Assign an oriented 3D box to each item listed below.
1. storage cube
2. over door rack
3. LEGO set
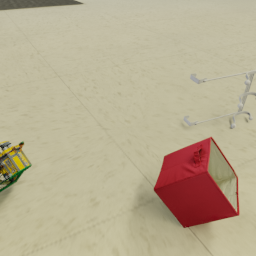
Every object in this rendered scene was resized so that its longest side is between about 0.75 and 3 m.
[{"bbox_3d":[1.270,0.990,5.129,1.086,1.208,1.032,-28,19,32],"label":"storage cube"},{"bbox_3d":[2.675,-0.736,7.668,2.076,1.534,0.691,-6,39,-9],"label":"over door rack"},{"bbox_3d":[-3.037,0.759,5.015,2.319,1.783,1.344,-34,88,-26],"label":"LEGO set"}]
